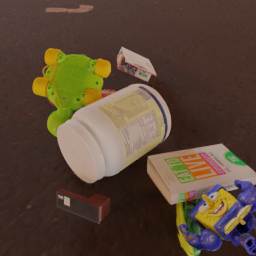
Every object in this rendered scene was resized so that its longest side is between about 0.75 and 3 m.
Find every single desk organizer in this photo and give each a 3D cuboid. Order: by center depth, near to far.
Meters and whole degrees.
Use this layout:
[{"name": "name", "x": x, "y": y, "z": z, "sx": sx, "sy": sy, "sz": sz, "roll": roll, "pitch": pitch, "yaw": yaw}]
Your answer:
[{"name": "desk organizer", "x": -0.917, "y": 1.523, "z": 5.721, "sx": 1.055, "sy": 0.378, "sz": 0.406, "roll": 13, "pitch": 21, "yaw": 25}]

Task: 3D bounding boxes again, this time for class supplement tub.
[{"name": "supplement tub", "x": -0.306, "y": 0.086, "z": 6.903, "sx": 2.424, "sy": 1.757, "sz": 1.757, "roll": -30, "pitch": 46, "yaw": -34}]

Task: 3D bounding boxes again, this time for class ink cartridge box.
[{"name": "ink cartridge box", "x": 0.262, "y": -2.296, "z": 10.424, "sx": 1.252, "sy": 0.578, "sz": 2.297, "roll": 21, "pitch": 25, "yaw": -15}]

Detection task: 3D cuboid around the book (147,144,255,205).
[{"name": "book", "x": 1.523, "y": 0.945, "z": 5.970, "sx": 1.907, "sy": 0.458, "sz": 1.274, "roll": -9, "pitch": 29, "yaw": -16}]

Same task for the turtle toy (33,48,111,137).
[{"name": "turtle toy", "x": -1.612, "y": -0.976, "z": 7.989, "sx": 1.902, "sy": 1.319, "sz": 2.610, "roll": 14, "pitch": 69, "yaw": 2}]

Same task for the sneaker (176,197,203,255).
[{"name": "sneaker", "x": 1.391, "y": 1.650, "z": 5.659, "sx": 0.809, "sy": 0.717, "sz": 1.936, "roll": 1, "pitch": 36, "yaw": 13}]

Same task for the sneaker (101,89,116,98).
[{"name": "sneaker", "x": -1.278, "y": -0.907, "z": 9.117, "sx": 2.031, "sy": 0.749, "sz": 0.881, "roll": 7, "pitch": 40, "yaw": 10}]

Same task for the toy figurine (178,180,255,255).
[{"name": "toy figurine", "x": 1.617, "y": 1.794, "z": 4.705, "sx": 2.776, "sy": 1.464, "sz": 1.663, "roll": -45, "pitch": 14, "yaw": -6}]
